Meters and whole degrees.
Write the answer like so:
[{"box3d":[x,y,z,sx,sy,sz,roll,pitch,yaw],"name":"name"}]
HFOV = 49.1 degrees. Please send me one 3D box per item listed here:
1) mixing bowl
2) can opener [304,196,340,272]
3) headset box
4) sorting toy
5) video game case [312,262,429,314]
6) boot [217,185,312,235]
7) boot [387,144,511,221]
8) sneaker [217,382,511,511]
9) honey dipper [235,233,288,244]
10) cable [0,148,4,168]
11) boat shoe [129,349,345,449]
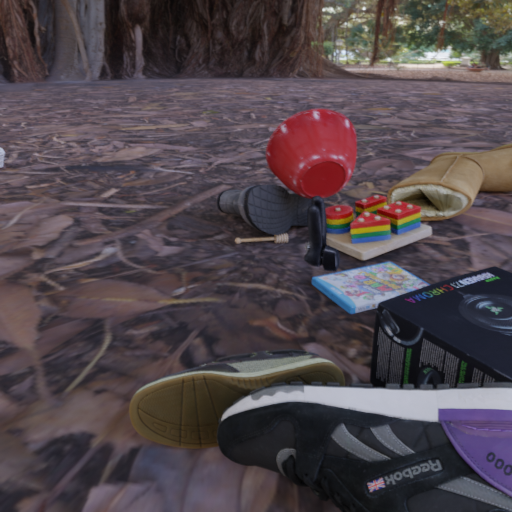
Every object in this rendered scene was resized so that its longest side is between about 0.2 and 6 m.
[{"box3d":[1.176,-1.780,10.771,1.841,1.841,0.997,-4,46,-10],"name":"mixing bowl"},{"box3d":[0.966,-0.345,8.548,0.587,1.493,0.473,2,48,15],"name":"can opener"},{"box3d":[2.932,1.243,6.225,2.166,1.154,2.488,-13,26,-28],"name":"headset box"},{"box3d":[2.245,-0.674,11.226,1.743,0.610,1.754,-19,25,-24],"name":"sorting toy"},{"box3d":[1.930,0.498,9.337,1.652,0.147,1.182,-10,26,-24],"name":"video game case"},{"box3d":[-0.101,-1.032,11.863,1.879,0.996,2.855,10,4,28],"name":"boot"},{"box3d":[5.298,-1.729,13.513,3.288,1.242,3.754,-2,17,31],"name":"boot"},{"box3d":[0.955,1.872,4.731,3.085,1.168,1.351,-9,53,26],"name":"sneaker"},{"box3d":[0.106,-0.325,11.255,1.075,0.204,0.204,-4,23,-14],"name":"honey dipper"},{"box3d":[-8.649,-3.024,16.922,1.901,0.658,1.902,3,15,-22],"name":"cable"},{"box3d":[-0.212,1.518,6.179,2.310,0.845,0.748,-3,9,-11],"name":"boat shoe"}]
